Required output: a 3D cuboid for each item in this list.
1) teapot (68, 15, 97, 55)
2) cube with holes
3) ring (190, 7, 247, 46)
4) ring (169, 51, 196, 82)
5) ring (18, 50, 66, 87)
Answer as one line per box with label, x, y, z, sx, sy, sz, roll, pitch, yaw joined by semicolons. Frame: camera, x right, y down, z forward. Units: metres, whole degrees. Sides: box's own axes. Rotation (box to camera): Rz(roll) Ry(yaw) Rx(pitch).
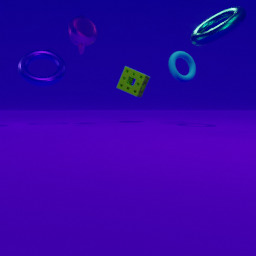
teapot;-1.634;-3.350;9.785;1.037;1.667;0.816;6;-19;-30
cube with holes;0.247;-1.991;12.209;0.974;0.974;0.974;25;10;11
ring;2.733;-3.114;8.580;1.754;0.351;1.754;-30;22;14
ring;2.230;-2.509;11.475;1.309;1.309;0.262;-2;-8;-27
ring;-3.152;-2.222;10.347;1.716;1.716;0.343;-1;-32;-14
